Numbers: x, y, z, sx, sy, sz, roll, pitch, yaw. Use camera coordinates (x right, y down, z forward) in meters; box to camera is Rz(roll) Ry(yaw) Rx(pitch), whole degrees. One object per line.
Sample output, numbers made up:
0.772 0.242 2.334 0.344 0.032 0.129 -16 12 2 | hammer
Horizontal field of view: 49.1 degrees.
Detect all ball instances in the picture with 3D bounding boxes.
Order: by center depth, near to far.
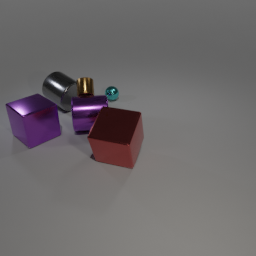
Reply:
-0.791 -1.704 13.734 0.700 0.700 0.700 0 31 0 | ball

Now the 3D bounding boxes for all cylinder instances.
-1.509 -0.589 11.230 1.400 1.400 1.400 -4 32 -8 | cylinder
-1.750 -1.627 11.495 0.700 0.700 0.700 -5 -13 -1 | cylinder
-2.951 -1.686 12.839 1.400 1.400 1.400 32 43 27 | cylinder

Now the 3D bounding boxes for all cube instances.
-0.346 0.310 9.406 1.400 1.400 1.400 10 53 16 | cube
-3.616 -0.316 10.790 1.400 1.400 1.400 -27 41 -37 | cube
